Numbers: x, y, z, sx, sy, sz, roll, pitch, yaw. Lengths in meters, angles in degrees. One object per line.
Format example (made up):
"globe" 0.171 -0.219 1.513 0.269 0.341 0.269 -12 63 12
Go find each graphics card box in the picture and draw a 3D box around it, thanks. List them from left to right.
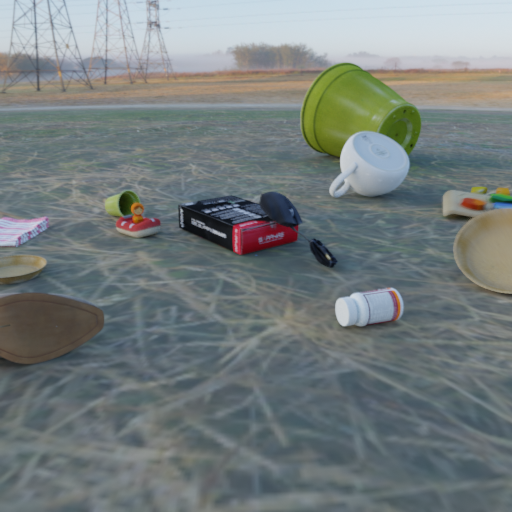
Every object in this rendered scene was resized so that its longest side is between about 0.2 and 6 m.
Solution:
"graphics card box" -0.418 -0.695 11.546 1.463 0.593 2.332 -15 26 -36

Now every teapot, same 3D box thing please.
"teapot" 3.000 -2.258 14.970 1.953 1.426 1.928 16 47 -8

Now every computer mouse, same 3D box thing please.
"computer mouse" 0.788 -0.561 10.246 0.643 0.374 2.195 5 34 -48

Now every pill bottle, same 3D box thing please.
"pill bottle" 1.547 0.716 7.690 0.841 0.461 0.461 -7 20 -19

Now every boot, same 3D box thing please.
"boot" -3.432 0.774 7.100 2.484 0.873 1.816 -2 7 -35

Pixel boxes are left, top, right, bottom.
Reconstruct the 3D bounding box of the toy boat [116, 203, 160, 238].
"toy boat" -2.453 -0.776 11.672 1.014 0.663 0.662 15 24 37

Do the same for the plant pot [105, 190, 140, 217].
"plant pot" -3.145 -1.167 12.982 0.622 0.676 0.676 -1 15 37

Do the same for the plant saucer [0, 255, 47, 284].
"plant saucer" -4.102 0.248 9.439 1.107 0.196 1.107 0 19 0

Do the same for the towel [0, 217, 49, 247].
"towel" -5.148 -0.524 11.612 1.147 0.234 1.567 1 19 6

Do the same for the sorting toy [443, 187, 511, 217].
"sorting toy" 5.558 -1.370 13.562 1.935 0.348 2.597 7 24 15

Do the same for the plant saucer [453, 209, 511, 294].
"plant saucer" 4.103 -0.030 9.096 1.689 0.299 1.689 -10 51 12

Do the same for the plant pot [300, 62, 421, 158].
"plant pot" 3.869 -4.712 19.703 3.400 3.400 3.273 -12 34 -31
